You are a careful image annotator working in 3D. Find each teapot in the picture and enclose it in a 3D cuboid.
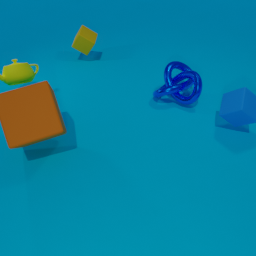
[{"bbox_3d":[-3.634,-1.814,9.085,1.023,0.806,1.645,4,20,45],"label":"teapot"}]

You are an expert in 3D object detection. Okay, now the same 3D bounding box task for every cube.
[{"bbox_3d":[-1.735,-3.521,11.251,0.712,0.712,0.712,26,47,-22],"label":"cube"},{"bbox_3d":[3.082,-0.563,7.712,0.732,0.732,0.732,30,65,-26],"label":"cube"},{"bbox_3d":[-2.381,-0.292,7.037,1.285,1.285,1.285,-18,1,-9],"label":"cube"}]

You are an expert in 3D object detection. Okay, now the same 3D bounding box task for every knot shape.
[{"bbox_3d":[1.673,-1.555,9.236,1.678,0.776,1.571,-1,56,27],"label":"knot shape"}]
